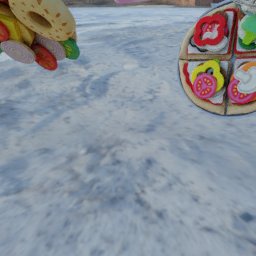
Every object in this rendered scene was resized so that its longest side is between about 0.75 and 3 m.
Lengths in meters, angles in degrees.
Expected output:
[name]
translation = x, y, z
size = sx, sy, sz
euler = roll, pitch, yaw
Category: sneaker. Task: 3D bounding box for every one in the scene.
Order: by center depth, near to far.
[sneaker]
translation = 1.501, -1.513, 2.940
size = 0.537, 0.597, 1.383
euler = -33, 12, 12

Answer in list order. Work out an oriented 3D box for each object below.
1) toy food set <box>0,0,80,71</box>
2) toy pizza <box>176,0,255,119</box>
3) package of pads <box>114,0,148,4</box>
[toy food set]
translation = -1.510, -1.430, 3.908
size = 1.748, 1.730, 0.425
euler = 16, 69, -2
[toy pizza]
translation = 1.414, -0.974, 3.837
size = 1.708, 1.708, 0.271
euler = 21, 9, 34
[package of pads]
translation = 0.797, -3.171, 5.436
size = 2.577, 0.975, 1.553
euler = -4, 11, 7
